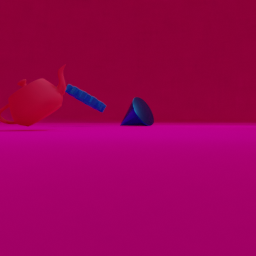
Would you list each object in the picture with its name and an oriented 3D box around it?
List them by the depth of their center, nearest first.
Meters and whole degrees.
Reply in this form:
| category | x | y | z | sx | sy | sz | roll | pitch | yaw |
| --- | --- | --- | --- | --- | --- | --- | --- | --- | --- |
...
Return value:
| category | x | y | z | sx | sy | sz | roll | pitch | yaw |
| --- | --- | --- | --- | --- | --- | --- | --- | --- | --- |
| teapot | -1.855 | -0.609 | 5.636 | 1.744 | 0.854 | 1.084 | -32 | 9 | 0 |
| gear | -1.696 | -1.174 | 11.171 | 1.709 | 0.316 | 1.709 | 29 | -3 | 1 |
| cone | 0.160 | -0.412 | 12.268 | 1.400 | 1.395 | 1.395 | -31 | -16 | 31 |
